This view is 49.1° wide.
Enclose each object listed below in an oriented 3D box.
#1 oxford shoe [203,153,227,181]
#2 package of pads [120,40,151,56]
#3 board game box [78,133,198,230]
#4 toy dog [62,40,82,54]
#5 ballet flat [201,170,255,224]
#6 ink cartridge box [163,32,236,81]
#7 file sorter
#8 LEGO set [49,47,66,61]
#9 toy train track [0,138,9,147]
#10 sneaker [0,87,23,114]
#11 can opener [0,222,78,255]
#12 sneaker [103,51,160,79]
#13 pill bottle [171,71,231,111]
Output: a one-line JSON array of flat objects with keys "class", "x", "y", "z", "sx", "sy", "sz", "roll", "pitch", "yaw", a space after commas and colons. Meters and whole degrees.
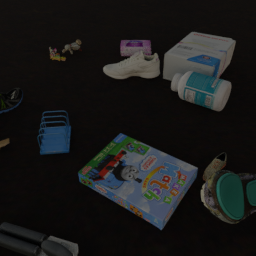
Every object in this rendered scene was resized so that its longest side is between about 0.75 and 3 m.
[{"class": "oxford shoe", "x": 2.300, "y": 1.017, "z": 7.428, "sx": 0.374, "sy": 0.390, "sz": 1.058, "roll": 24, "pitch": 44, "yaw": 27}, {"class": "package of pads", "x": 0.376, "y": -3.794, "z": 13.336, "sx": 1.483, "sy": 0.561, "sz": 0.894, "roll": 1, "pitch": 38, "yaw": 1}, {"class": "board game box", "x": 0.265, "y": 1.197, "z": 7.136, "sx": 2.434, "sy": 0.445, "sz": 1.841, "roll": 24, "pitch": 46, "yaw": 26}, {"class": "toy dog", "x": -2.578, "y": -3.827, "z": 13.455, "sx": 0.517, "sy": 0.708, "sz": 1.073, "roll": 48, "pitch": 54, "yaw": -4}, {"class": "ballet flat", "x": 2.041, "y": 1.377, "z": 5.654, "sx": 2.751, "sy": 0.990, "sz": 0.990, "roll": 11, "pitch": 23, "yaw": -45}, {"class": "ink cartridge box", "x": 3.000, "y": -2.880, "z": 11.675, "sx": 2.032, "sy": 1.190, "sz": 2.812, "roll": 21, "pitch": 45, "yaw": 25}, {"class": "file sorter", "x": -2.172, "y": 0.102, "z": 8.316, "sx": 0.821, "sy": 0.726, "sz": 1.183, "roll": -4, "pitch": 38, "yaw": -6}, {"class": "LEGO set", "x": -3.371, "y": -3.473, "z": 13.037, "sx": 0.535, "sy": 0.433, "sz": 1.163, "roll": -25, "pitch": 45, "yaw": -28}, {"class": "toy train track", "x": -4.027, "y": 0.451, "z": 8.256, "sx": 1.125, "sy": 0.319, "sz": 1.962, "roll": -20, "pitch": 36, "yaw": -13}, {"class": "sneaker", "x": -4.418, "y": -0.935, "z": 9.581, "sx": 0.653, "sy": 0.763, "sz": 1.842, "roll": 29, "pitch": 47, "yaw": 30}, {"class": "can opener", "x": -1.879, "y": 2.309, "z": 5.686, "sx": 1.888, "sy": 0.627, "sz": 0.497, "roll": 8, "pitch": 40, "yaw": 17}, {"class": "sneaker", "x": 0.147, "y": -2.620, "z": 11.392, "sx": 2.330, "sy": 1.161, "sz": 0.872, "roll": -3, "pitch": 40, "yaw": -2}, {"class": "pill bottle", "x": 2.526, "y": -1.370, "z": 9.873, "sx": 1.928, "sy": 1.068, "sz": 1.068, "roll": 24, "pitch": 44, "yaw": 26}]
